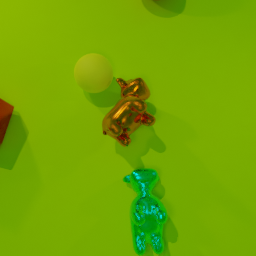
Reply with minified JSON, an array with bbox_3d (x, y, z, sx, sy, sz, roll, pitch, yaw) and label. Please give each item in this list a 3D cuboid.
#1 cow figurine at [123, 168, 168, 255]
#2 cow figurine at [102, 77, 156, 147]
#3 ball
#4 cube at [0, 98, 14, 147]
[{"bbox_3d":[0.389,1.810,6.501,0.933,1.672,1.699,-1,107,-6],"label":"cow figurine"},{"bbox_3d":[-0.056,-0.482,6.957,1.708,0.938,1.681,-42,38,-7],"label":"cow figurine"},{"bbox_3d":[-0.917,-1.460,7.505,1.045,1.045,1.045,0,71,0],"label":"ball"},{"bbox_3d":[-3.782,-0.272,6.961,1.173,1.173,1.173,14,80,5],"label":"cube"}]
